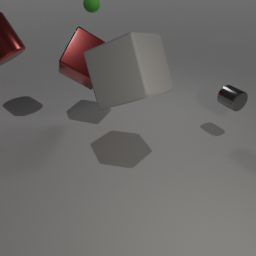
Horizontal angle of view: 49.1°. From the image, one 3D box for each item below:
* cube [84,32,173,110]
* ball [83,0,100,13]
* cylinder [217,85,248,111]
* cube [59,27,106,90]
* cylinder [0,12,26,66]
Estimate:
[{"bbox_3d":[0.047,-1.345,6.693,1.400,1.400,1.400,-11,7,34],"label":"cube"},{"bbox_3d":[-1.527,-5.213,11.764,0.700,0.700,0.700,0,30,0],"label":"ball"},{"bbox_3d":[3.495,-1.007,9.389,0.700,0.700,0.700,-16,36,-26],"label":"cylinder"},{"bbox_3d":[-1.495,-2.384,9.863,1.400,1.400,1.400,28,-10,-11],"label":"cube"},{"bbox_3d":[-4.551,-3.035,9.724,1.400,1.400,1.400,-29,17,10],"label":"cylinder"}]
